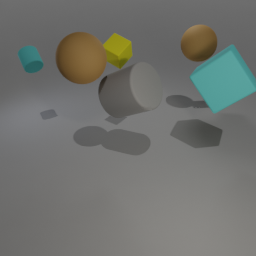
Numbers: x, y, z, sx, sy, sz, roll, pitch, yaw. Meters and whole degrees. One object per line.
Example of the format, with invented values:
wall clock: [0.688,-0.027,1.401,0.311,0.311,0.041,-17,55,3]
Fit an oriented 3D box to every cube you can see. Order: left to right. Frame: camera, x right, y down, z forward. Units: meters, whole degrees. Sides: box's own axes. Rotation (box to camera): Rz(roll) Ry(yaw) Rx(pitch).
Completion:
cube: [-0.347,-2.521,9.195,0.700,0.700,0.700,33,72,18]
cube: [2.980,-1.546,8.739,1.400,1.400,1.400,-32,7,31]

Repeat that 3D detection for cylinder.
cylinder: [-3.472,-2.441,9.995,0.700,0.700,0.700,-19,72,-30]
cylinder: [0.076,-1.096,8.350,1.400,1.400,1.400,-11,16,44]

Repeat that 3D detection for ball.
ball: [-1.285,-1.916,7.732,1.400,1.400,1.400,0,30,0]
ball: [2.780,-3.315,10.999,1.400,1.400,1.400,0,30,0]
